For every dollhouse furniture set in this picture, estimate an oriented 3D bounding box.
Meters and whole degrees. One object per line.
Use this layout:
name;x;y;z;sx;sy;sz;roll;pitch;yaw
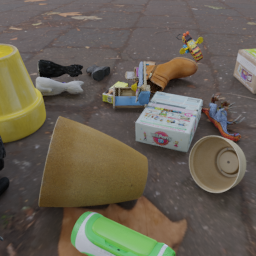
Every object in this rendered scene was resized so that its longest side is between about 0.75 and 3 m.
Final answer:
dollhouse furniture set;0.088;-1.883;10.978;1.388;2.127;2.008;0;72;-1

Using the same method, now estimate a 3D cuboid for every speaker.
speaker;-0.130;2.559;5.960;2.132;0.943;0.943;17;37;23

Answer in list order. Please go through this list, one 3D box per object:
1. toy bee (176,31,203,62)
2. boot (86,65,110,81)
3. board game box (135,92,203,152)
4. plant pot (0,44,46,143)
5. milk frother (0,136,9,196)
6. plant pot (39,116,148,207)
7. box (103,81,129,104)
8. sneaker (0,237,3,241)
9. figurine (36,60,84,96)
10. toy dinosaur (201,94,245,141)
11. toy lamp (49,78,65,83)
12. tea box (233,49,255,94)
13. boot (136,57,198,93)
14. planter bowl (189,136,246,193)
toy bee;1.800;-2.537;8.408;1.162;0.632;0.761;36;84;22
boot;-1.710;-2.837;14.391;1.076;0.570;1.634;11;25;21
board game box;1.575;-0.331;10.339;1.889;0.823;2.561;12;35;19
plant pot;-4.704;-1.382;10.132;2.977;2.801;2.977;-1;35;0
milk frother;-4.275;0.981;7.194;1.974;2.188;2.058;19;39;19
plant pot;-0.817;1.083;7.335;2.466;2.298;2.298;13;33;-10
box;-0.527;-1.635;12.656;0.574;0.382;1.524;16;36;21
sneaker;-3.485;2.088;6.259;1.481;0.909;2.276;7;58;-10
figurine;-3.099;-2.291;13.003;2.102;0.928;2.155;-2;48;-11
toy dinosaur;3.531;-0.238;10.530;1.148;2.187;1.984;28;55;-20
toy lamp;-3.333;-2.073;13.317;1.412;0.411;0.411;22;40;32
tea box;6.591;-2.769;13.372;2.118;1.438;2.153;-6;35;-6
boot;1.822;-2.422;13.316;2.916;1.074;2.256;-1;34;15
planter bowl;2.676;0.993;7.942;1.042;1.549;1.549;2;26;-42
